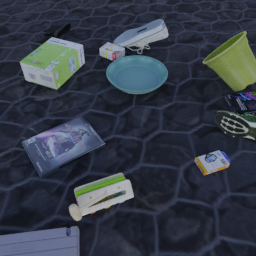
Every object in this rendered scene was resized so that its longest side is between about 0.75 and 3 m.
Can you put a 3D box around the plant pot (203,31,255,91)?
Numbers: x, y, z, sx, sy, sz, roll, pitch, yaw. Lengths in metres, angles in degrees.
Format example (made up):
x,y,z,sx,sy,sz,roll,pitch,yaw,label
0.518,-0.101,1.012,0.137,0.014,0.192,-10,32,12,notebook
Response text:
x,y,z,sx,sy,sz,roll,pitch,yaw,label
4.263,-2.488,11.060,1.749,1.903,1.903,51,56,-8,plant pot

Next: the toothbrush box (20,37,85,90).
x,y,z,sx,sy,sz,roll,pitch,yaw,label
-3.189,-2.851,12.138,1.668,0.986,2.290,18,50,17,toothbrush box

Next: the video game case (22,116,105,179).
x,y,z,sx,sy,sz,roll,pitch,yaw,label
-2.171,0.545,9.445,2.315,0.220,1.654,-27,52,-22,video game case

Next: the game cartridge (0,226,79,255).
x,y,z,sx,sy,sz,roll,pitch,yaw,label
-2.484,3.352,6.611,2.657,0.510,1.722,-5,51,-5,game cartridge

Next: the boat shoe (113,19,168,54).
x,y,z,sx,sy,sz,roll,pitch,yaw,label
0.673,-4.188,13.460,2.751,1.173,1.016,-14,46,28,boat shoe

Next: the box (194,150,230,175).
x,y,z,sx,sy,sz,roll,pitch,yaw,label
2.723,1.086,8.934,1.026,0.213,0.611,-13,48,-16,box

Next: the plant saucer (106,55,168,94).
x,y,z,sx,sy,sz,roll,pitch,yaw,label
0.378,-2.199,11.888,2.580,0.464,2.580,0,46,0,plant saucer

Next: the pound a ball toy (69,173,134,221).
x,y,z,sx,sy,sz,roll,pitch,yaw,label
-0.716,1.961,7.588,1.761,0.748,1.148,-17,14,-16,pound a ball toy

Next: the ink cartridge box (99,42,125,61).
x,y,z,sx,sy,sz,roll,pitch,yaw,label
-0.752,-3.602,13.253,1.001,0.418,0.727,25,51,22,ink cartridge box

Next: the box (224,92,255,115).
x,y,z,sx,sy,sz,roll,pitch,yaw,label
4.622,-0.963,10.843,1.473,0.266,1.053,-6,47,-4,box

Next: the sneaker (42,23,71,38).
x,y,z,sx,sy,sz,roll,pitch,yaw,label
-3.749,-5.214,14.766,0.795,0.457,1.523,25,54,16,sneaker

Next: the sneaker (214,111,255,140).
x,y,z,sx,sy,sz,roll,pitch,yaw,label
4.152,-0.168,9.835,2.244,0.863,0.994,20,38,10,sneaker
